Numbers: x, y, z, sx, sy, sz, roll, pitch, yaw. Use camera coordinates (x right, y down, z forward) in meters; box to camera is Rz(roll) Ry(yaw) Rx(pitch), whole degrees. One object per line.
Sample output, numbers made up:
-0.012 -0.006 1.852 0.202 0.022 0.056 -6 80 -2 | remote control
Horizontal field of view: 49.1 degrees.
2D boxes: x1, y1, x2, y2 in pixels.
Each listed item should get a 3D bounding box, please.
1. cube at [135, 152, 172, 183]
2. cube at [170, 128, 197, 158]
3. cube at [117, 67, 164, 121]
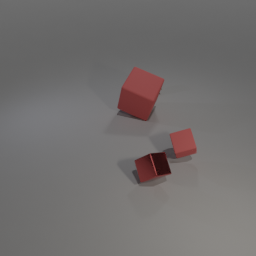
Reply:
0.743 1.169 8.371 0.700 0.700 0.700 0 68 -44 | cube
1.822 0.513 9.215 0.700 0.700 0.700 -16 68 9 | cube
0.526 -1.441 11.863 1.400 1.400 1.400 24 55 5 | cube
